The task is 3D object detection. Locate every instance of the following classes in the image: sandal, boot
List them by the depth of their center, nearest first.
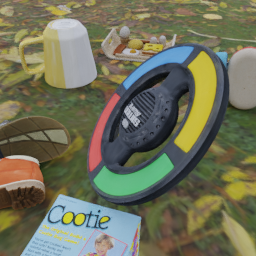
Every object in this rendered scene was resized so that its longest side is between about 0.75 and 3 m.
[{"bbox_3d":[-2.680,1.065,5.442,2.011,0.755,1.078,-3,39,-18],"label":"boot"},{"bbox_3d":[-2.631,0.401,6.233,2.639,1.060,0.713,-17,7,-10],"label":"sandal"}]

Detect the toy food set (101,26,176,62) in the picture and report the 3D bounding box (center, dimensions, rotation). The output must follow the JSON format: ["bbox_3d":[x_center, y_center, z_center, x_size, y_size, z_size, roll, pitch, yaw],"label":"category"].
[{"bbox_3d":[0.492,-3.365,10.957,2.652,0.801,1.903,7,39,9],"label":"toy food set"}]

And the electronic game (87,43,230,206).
[{"bbox_3d":[0.248,-0.130,3.802,0.499,2.397,2.397,34,25,-31],"label":"electronic game"}]

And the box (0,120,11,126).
[{"bbox_3d":[-2.942,0.237,6.785,0.825,0.260,1.046,6,38,17],"label":"box"}]

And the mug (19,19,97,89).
[{"bbox_3d":[-2.081,-2.370,8.916,1.743,1.787,2.177,30,48,31],"label":"mug"}]

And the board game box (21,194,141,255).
[{"bbox_3d":[-0.789,2.298,3.403,1.303,1.280,2.485,12,40,14],"label":"board game box"}]

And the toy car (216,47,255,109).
[{"bbox_3d":[3.502,-1.598,8.229,1.761,1.690,1.911,6,26,22],"label":"toy car"}]
